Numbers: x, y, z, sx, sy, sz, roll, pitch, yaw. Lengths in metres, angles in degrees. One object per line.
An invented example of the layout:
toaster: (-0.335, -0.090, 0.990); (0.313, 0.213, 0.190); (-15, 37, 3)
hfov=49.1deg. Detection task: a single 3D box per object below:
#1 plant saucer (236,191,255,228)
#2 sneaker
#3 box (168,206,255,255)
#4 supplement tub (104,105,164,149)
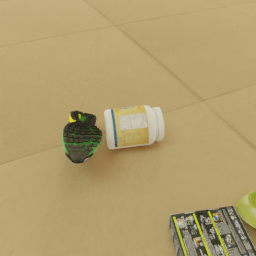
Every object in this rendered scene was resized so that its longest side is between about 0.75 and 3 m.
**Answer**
plant saucer: (3.329, 1.755, 5.981); (1.869, 0.290, 1.869); (1, 14, 0)
sneaker: (-1.200, 0.355, 7.299); (0.955, 1.042, 2.447); (10, 17, -8)
box: (1.768, 2.541, 5.611); (1.495, 0.413, 1.866); (-7, 41, -7)
supplement tub: (0.155, -0.040, 7.973); (1.570, 1.135, 1.135); (-6, 42, -6)
